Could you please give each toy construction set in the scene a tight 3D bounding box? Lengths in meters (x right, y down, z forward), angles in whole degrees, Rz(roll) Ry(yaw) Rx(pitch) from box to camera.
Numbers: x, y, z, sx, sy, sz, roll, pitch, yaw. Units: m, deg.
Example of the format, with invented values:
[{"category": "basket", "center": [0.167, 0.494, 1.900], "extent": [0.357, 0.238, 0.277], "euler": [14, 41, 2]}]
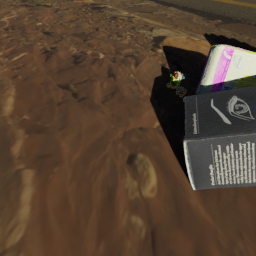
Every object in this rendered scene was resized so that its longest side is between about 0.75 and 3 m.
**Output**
[{"category": "toy construction set", "center": [1.764, -1.626, 10.199], "extent": [0.547, 0.778, 1.186], "euler": [13, 27, -19]}]

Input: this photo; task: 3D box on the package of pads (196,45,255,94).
[{"category": "package of pads", "center": [3.236, -1.521, 8.288], "extent": [2.037, 1.574, 0.695], "euler": [13, 15, -8]}]

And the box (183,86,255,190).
[{"category": "box", "center": [2.724, 0.127, 6.425], "extent": [2.781, 1.450, 2.058], "euler": [-7, 32, 17]}]
